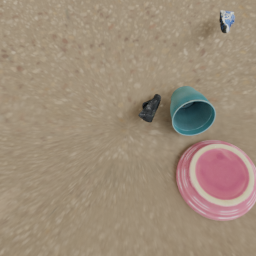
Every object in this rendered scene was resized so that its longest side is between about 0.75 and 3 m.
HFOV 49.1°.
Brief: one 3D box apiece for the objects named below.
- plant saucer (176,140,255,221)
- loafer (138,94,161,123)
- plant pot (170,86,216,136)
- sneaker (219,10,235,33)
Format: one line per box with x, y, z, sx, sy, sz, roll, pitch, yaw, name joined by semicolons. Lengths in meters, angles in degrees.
2.110;1.117;6.482;1.926;0.488;1.926;0;64;1;plant saucer
0.569;-0.566;7.134;0.398;0.385;1.134;23;40;5;loafer
1.519;-0.515;6.984;1.046;1.046;0.983;-5;38;-2;plant pot
2.878;-3.111;8.086;0.415;0.408;1.077;1;49;14;sneaker
